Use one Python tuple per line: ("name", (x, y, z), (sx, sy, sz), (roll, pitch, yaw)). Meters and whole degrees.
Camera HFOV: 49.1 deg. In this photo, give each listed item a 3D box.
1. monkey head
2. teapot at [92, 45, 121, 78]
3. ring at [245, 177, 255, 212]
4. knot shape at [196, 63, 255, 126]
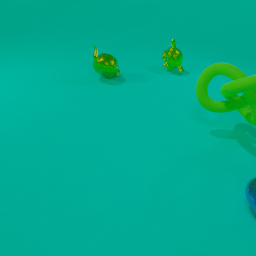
("monkey head", (1.919, -2.854, 11.366), (0.985, 1.370, 0.825), (-21, 5, -43))
("teapot", (-0.838, -2.460, 10.608), (1.015, 1.633, 0.799), (9, 72, 44))
("ring", (3.007, 1.439, 5.494), (1.374, 0.275, 1.374), (7, 31, -4))
("knot shape", (2.681, -0.917, 7.144), (1.888, 2.018, 0.932), (18, 65, 16))
